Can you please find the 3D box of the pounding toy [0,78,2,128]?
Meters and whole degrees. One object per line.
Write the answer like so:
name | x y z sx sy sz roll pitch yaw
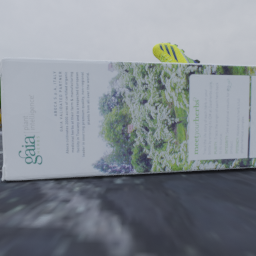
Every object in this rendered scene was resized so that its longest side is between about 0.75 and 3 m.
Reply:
pounding toy | -3.827 -0.398 7.749 2.144 1.289 2.777 -10 -30 21

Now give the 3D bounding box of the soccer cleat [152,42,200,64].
soccer cleat | 1.841 -2.529 11.068 1.142 0.883 2.730 -40 60 -19

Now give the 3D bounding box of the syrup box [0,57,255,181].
syrup box | 0.091 -0.090 2.463 2.148 0.846 0.875 -1 3 -11
